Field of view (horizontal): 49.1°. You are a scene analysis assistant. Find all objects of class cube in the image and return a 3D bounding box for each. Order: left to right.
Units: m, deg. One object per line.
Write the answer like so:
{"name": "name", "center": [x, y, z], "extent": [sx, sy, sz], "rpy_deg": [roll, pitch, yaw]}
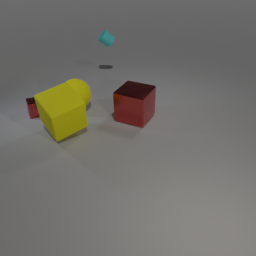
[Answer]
{"name": "cube", "center": [-4.173, -0.944, 12.674], "extent": [0.700, 0.700, 0.700], "rpy_deg": [-13, 35, -22]}
{"name": "cube", "center": [-2.548, -0.636, 10.787], "extent": [1.400, 1.400, 1.400], "rpy_deg": [-29, 58, -24]}
{"name": "cube", "center": [0.301, -1.070, 12.187], "extent": [1.400, 1.400, 1.400], "rpy_deg": [15, 36, 22]}

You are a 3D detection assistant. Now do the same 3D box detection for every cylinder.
{"name": "cylinder", "center": [-1.261, -5.219, 16.370], "extent": [0.700, 0.700, 0.700], "rpy_deg": [30, 17, -31]}

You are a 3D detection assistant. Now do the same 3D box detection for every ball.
{"name": "ball", "center": [-2.398, -1.541, 12.811], "extent": [1.400, 1.400, 1.400], "rpy_deg": [0, 32, 0]}
